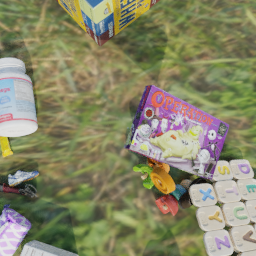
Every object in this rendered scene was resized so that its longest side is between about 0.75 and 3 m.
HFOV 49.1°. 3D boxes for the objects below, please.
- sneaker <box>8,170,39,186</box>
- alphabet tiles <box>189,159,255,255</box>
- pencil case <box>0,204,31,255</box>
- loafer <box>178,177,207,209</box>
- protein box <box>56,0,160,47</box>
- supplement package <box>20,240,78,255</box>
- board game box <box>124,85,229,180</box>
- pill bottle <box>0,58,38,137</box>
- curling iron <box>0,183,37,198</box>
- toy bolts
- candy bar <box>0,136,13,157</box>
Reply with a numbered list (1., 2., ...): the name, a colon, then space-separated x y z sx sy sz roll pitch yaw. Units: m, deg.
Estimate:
1. sneaker: -3.009 1.349 8.014 0.862 0.324 0.380 -20 71 -8
2. alphabet tiles: 3.025 2.171 7.177 2.860 0.213 2.924 1 58 -21
3. pencil case: -3.476 3.169 7.264 0.920 0.937 2.192 33 80 2
4. loafer: 1.813 1.736 7.419 1.165 0.416 0.425 -39 101 -35
5. protein box: -0.746 -4.780 8.619 2.892 1.951 2.871 -40 80 -9
6. supplement package: -2.089 3.531 7.253 1.321 0.773 0.775 17 77 4
7. board game box: 1.082 0.152 5.772 2.186 0.353 1.312 22 80 -26
8. pill bottle: -3.335 -0.886 8.115 1.149 1.149 2.112 -12 76 -3
9. curling iron: -3.479 1.646 7.918 1.933 0.479 0.247 10 44 7
10. toy bolts: 1.204 1.401 7.533 1.143 1.575 1.649 -34 97 -23
11. candy bar: -3.715 0.269 8.364 0.296 0.132 1.189 -17 77 -8
